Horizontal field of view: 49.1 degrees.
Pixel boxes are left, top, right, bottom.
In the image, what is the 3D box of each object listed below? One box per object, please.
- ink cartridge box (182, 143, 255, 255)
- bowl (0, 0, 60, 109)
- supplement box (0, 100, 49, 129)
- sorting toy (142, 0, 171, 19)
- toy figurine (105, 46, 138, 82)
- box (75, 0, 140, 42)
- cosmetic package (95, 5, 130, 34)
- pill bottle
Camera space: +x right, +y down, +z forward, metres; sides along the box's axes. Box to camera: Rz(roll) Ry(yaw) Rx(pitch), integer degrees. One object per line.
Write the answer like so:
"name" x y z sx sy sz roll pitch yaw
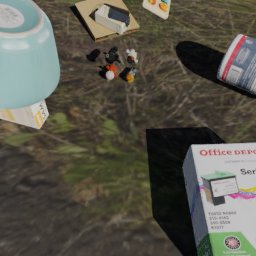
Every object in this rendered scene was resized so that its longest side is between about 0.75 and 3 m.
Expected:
"ink cartridge box" 2.652 1.857 6.751 2.126 1.233 2.936 -2 53 -1
"bowl" -2.823 -1.992 6.204 2.895 1.514 2.895 14 48 -16
"supplement box" -3.599 -0.794 8.803 1.903 1.200 0.700 14 52 10
"sorting toy" 1.015 -4.335 9.518 0.982 0.194 1.061 22 65 -19
"toy figurine" -0.240 -2.251 9.953 1.127 1.145 0.796 11 39 4
"box" -0.948 -4.927 12.369 2.065 0.269 2.526 -20 63 -14
"cosmetic package" -0.642 -4.535 11.712 1.334 0.487 0.690 30 63 13
"pill bottle" 4.606 -1.855 9.311 2.785 1.665 1.665 29 58 19
